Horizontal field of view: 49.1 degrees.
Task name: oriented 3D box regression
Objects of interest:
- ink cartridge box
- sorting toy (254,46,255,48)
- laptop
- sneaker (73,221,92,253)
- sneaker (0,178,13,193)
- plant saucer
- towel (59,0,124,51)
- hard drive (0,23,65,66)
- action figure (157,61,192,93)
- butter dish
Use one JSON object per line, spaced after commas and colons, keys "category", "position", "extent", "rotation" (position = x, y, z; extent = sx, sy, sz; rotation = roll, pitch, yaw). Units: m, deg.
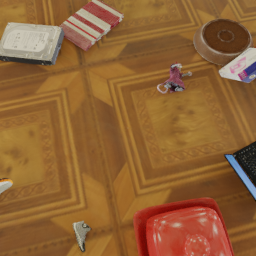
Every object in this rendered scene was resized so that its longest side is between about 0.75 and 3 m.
{"category": "ink cartridge box", "position": [4.188, -2.213, 9.695], "extent": [1.493, 1.521, 0.329], "rotation": [-36, 113, -4]}
{"category": "sorting toy", "position": [4.311, -3.294, 10.919], "extent": [1.690, 0.286, 0.815], "rotation": [-1, 66, 0]}
{"category": "laptop", "position": [4.059, 1.256, 8.458], "extent": [2.029, 1.048, 1.798], "rotation": [-25, 69, -11]}
{"category": "sneaker", "position": [-1.242, 3.081, 8.047], "extent": [0.493, 0.321, 0.854], "rotation": [-16, 73, -19]}
{"category": "sneaker", "position": [-4.175, 2.141, 8.330], "extent": [1.731, 0.655, 0.796], "rotation": [-28, 99, -8]}
{"category": "plant saucer", "position": [3.752, -3.460, 10.876], "extent": [2.338, 0.403, 2.338], "rotation": [-1, 63, 1]}
{"category": "towel", "position": [-1.529, -4.246, 11.373], "extent": [1.701, 0.269, 2.362], "rotation": [36, 69, 17]}
{"category": "hard drive", "position": [-3.715, -3.217, 10.672], "extent": [2.268, 0.429, 1.584], "rotation": [9, 70, 8]}
{"category": "action figure", "position": [1.706, -1.855, 10.199], "extent": [0.986, 0.887, 1.324], "rotation": [-22, 45, 35]}
{"category": "butter dish", "position": [1.591, 3.086, 7.151], "extent": [2.596, 1.924, 2.603], "rotation": [-9, 66, -5]}
